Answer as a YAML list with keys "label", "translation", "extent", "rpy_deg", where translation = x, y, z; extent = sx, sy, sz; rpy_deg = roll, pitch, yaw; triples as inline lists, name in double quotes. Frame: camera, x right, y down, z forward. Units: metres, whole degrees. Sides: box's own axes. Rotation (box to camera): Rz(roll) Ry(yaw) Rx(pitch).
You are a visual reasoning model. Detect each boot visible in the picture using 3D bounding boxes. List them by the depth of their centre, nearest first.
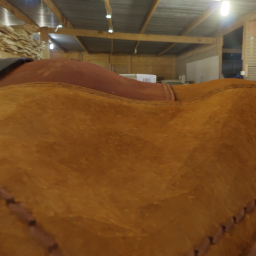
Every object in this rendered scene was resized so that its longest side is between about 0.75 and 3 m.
- label: "boot"
  translation: [0.646, 0.454, 0.750]
  extent: [2.859, 0.979, 2.692]
  rpy_deg: [-3, 24, -9]

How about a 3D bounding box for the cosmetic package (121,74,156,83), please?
- label: "cosmetic package"
  translation: [-0.002, -1.446, 11.587]
  extent: [1.834, 1.525, 1.534]
  rpy_deg: [8, 13, 35]
